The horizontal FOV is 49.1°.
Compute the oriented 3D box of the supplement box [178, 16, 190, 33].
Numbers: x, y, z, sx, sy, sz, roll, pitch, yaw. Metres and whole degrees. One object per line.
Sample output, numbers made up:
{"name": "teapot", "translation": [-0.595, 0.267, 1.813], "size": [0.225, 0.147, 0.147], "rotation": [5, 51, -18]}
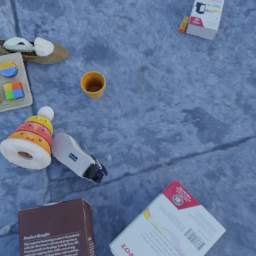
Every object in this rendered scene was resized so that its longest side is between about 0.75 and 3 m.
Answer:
{"name": "supplement box", "translation": [2.468, -4.555, 12.324], "size": [0.254, 0.262, 0.762], "rotation": [20, 68, 5]}

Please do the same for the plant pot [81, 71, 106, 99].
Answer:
{"name": "plant pot", "translation": [-1.318, -1.577, 10.898], "size": [0.930, 0.852, 0.930], "rotation": [0, 70, -1]}

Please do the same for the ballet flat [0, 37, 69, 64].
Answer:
{"name": "ballet flat", "translation": [-3.949, -3.246, 11.408], "size": [2.923, 1.057, 0.991], "rotation": [5, 70, 1]}

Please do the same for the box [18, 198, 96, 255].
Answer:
{"name": "box", "translation": [-2.023, 3.516, 8.447], "size": [1.908, 1.888, 2.300], "rotation": [-8, 70, -3]}

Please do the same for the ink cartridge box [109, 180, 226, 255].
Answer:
{"name": "ink cartridge box", "translation": [1.168, 3.460, 8.829], "size": [2.927, 1.212, 2.133], "rotation": [-41, 75, -14]}

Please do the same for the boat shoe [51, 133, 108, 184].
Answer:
{"name": "boat shoe", "translation": [-1.755, 1.117, 9.964], "size": [0.933, 1.159, 2.499], "rotation": [-50, 49, -3]}

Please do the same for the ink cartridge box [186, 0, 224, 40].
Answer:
{"name": "ink cartridge box", "translation": [3.348, -4.838, 12.182], "size": [1.241, 0.705, 1.703], "rotation": [16, 70, 6]}

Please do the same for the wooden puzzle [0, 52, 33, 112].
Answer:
{"name": "wooden puzzle", "translation": [-4.997, -1.750, 10.879], "size": [2.068, 0.517, 2.232], "rotation": [-13, 87, -5]}

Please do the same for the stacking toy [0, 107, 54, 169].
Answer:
{"name": "stacking toy", "translation": [-3.327, 0.133, 10.103], "size": [1.731, 1.731, 2.369], "rotation": [9, 54, 3]}
